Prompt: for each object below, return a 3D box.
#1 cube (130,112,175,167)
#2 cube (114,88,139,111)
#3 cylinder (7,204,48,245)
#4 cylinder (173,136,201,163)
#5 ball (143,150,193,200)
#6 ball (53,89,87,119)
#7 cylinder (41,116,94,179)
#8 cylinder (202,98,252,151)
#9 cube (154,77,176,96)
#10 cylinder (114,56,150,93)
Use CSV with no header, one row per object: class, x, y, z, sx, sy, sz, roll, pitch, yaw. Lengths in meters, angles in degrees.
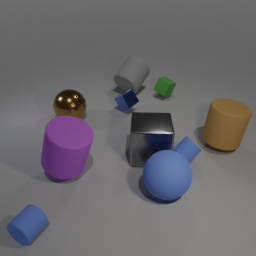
cube,0.789,0.385,9.654,1.400,1.400,1.400,1,31,2
cube,-0.063,-1.266,12.686,0.700,0.700,0.700,-40,15,-27
cylinder,-2.484,2.389,6.941,0.700,0.700,0.700,14,36,23
cylinder,1.980,0.761,9.446,0.700,0.700,0.700,-47,38,4
ball,1.122,1.331,7.983,1.400,1.400,1.400,0,31,0
ball,-2.471,-0.952,11.927,1.400,1.400,1.400,0,31,0
cylinder,-1.862,0.589,8.507,1.400,1.400,1.400,13,39,-11
cylinder,3.488,-0.148,9.982,1.400,1.400,1.400,6,31,-3
cube,1.849,-2.073,13.981,0.700,0.700,0.700,39,32,27
cylinder,0.198,-2.722,14.411,1.400,1.400,1.400,21,68,31
